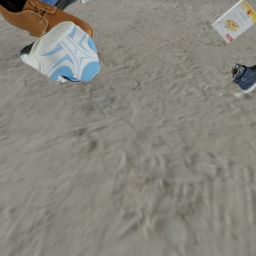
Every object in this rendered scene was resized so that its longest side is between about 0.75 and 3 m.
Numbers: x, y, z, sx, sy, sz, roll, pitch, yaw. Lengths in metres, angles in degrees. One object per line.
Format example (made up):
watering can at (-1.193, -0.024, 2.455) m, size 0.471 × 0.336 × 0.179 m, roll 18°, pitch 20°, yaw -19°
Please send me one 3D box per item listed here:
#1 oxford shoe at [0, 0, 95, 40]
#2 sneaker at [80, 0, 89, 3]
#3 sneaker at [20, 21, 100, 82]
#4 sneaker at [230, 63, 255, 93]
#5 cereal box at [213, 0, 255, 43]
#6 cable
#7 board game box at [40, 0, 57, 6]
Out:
oxford shoe at (-2.400, -3.065, 7.915) m, size 2.969 × 1.059 × 1.058 m, roll 19°, pitch -4°, yaw 0°
sneaker at (-0.921, -4.372, 8.254) m, size 0.846 × 0.745 × 1.897 m, roll -7°, pitch 52°, yaw 17°
sneaker at (-1.364, -1.353, 5.443) m, size 1.037 × 1.046 × 2.885 m, roll -41°, pitch 26°, yaw -10°
sneaker at (2.349, -1.139, 5.275) m, size 0.618 × 0.855 × 0.325 m, roll 32°, pitch 22°, yaw -21°
cereal box at (3.409, -3.373, 8.886) m, size 0.830 × 1.153 × 0.228 m, roll 39°, pitch 38°, yaw -17°
cable at (-2.483, -3.823, 9.145) m, size 0.647 × 2.573 × 1.249 m, roll 52°, pitch 29°, yaw 21°
board game box at (-3.291, -4.953, 8.862) m, size 2.105 × 2.664 × 0.519 m, roll -14°, pitch 37°, yaw -14°
